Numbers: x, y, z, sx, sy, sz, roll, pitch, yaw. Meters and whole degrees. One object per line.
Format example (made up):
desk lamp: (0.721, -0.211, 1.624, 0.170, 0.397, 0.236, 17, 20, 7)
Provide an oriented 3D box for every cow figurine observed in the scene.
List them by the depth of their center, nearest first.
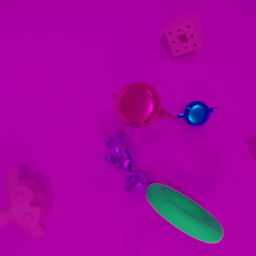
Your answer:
cow figurine: (0.011, 1.026, 7.754, 0.897, 1.608, 1.635, -31, 30, 11)

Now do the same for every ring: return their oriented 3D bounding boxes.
ring: (1.264, 1.885, 6.359, 1.917, 1.917, 0.383, 31, 93, 13)

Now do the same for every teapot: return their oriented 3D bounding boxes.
teapot: (0.390, -0.617, 7.928, 2.081, 1.019, 1.294, 21, 95, 11)
teapot: (2.118, -0.467, 8.528, 1.266, 0.620, 0.787, -12, 102, 7)

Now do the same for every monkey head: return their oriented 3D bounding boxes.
monkey head: (-2.760, 2.005, 6.969, 1.413, 1.183, 1.964, -24, 88, -20)

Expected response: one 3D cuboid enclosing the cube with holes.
cube with holes: (1.843, -3.048, 9.076, 0.913, 0.913, 0.913, -10, 35, 31)
